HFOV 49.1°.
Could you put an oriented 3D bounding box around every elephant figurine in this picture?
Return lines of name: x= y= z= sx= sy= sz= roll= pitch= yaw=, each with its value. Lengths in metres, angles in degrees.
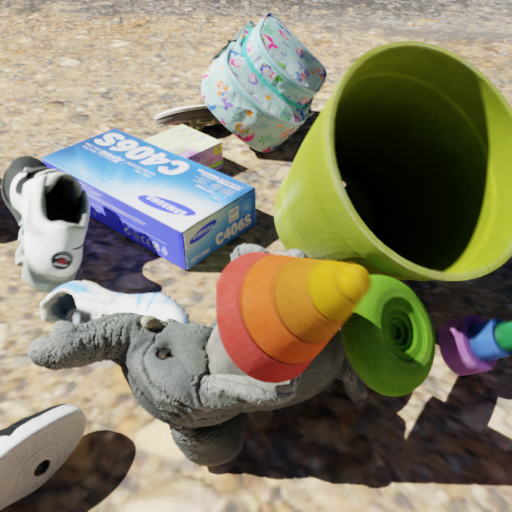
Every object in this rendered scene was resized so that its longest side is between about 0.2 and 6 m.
elephant figurine: x=-0.485 y=1.371 z=6.746 sx=2.479 sy=2.261 sz=3.195 roll=9 pitch=29 yaw=35

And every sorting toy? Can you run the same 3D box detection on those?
sorting toy: x=1.722 y=0.705 z=6.233 sx=4.296 sy=1.479 sz=1.489 roll=13 pitch=64 yaw=-32

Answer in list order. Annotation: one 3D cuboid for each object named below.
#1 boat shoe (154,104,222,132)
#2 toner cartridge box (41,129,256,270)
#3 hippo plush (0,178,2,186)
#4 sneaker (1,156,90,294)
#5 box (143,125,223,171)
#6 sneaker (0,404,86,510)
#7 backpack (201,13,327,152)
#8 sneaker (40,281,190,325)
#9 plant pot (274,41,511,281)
boat shoe: x=-1.436 y=-3.449 z=14.025 sx=2.229 sy=0.666 sz=0.796 roll=-17 pitch=19 yaw=-24
toner cartridge box: x=-2.179 y=-1.297 z=11.106 sx=4.115 sy=0.888 sz=1.954 roll=26 pitch=45 yaw=30
hippo plush: x=-6.023 y=-1.273 z=10.857 sx=1.874 sy=1.857 sz=2.331 roll=44 pitch=11 yaw=21
sneaker: x=-3.573 y=-1.021 z=9.905 sx=1.275 sy=1.523 sz=3.442 roll=10 pitch=34 yaw=-40
box: x=-1.652 y=-2.267 z=12.553 sx=1.386 sy=0.670 sz=1.219 roll=29 pitch=47 yaw=34
sneaker: x=-3.392 y=2.318 z=6.367 sx=1.464 sy=0.956 sz=2.617 roll=27 pitch=47 yaw=29
backpack: x=0.186 y=-4.036 z=13.292 sx=2.636 sy=2.236 sz=2.970 roll=40 pitch=46 yaw=-16
sneaker: x=-2.006 y=0.943 z=7.939 sx=2.624 sy=0.943 sz=0.951 roll=7 pitch=23 yaw=33
plant pot: x=1.789 y=-0.953 z=8.506 sx=3.204 sy=3.085 sz=3.204 roll=5 pitch=77 yaw=-20
